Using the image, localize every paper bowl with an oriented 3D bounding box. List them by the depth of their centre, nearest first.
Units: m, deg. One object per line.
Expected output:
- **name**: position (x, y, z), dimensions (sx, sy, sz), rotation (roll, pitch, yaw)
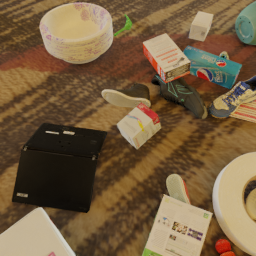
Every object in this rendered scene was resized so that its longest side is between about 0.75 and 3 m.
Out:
- **paper bowl**: position (-2.070, -3.832, 11.705), dimensions (2.897, 1.507, 2.897), rotation (0, 52, 0)

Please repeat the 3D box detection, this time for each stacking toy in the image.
- **stacking toy**: position (2.506, 3.335, 6.718), dimensions (0.573, 0.573, 1.343), rotation (-7, 48, -6)

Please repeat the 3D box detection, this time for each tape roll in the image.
- **tape roll**: position (3.671, 1.987, 7.390), dimensions (2.793, 0.510, 2.793), rotation (1, 64, -2)

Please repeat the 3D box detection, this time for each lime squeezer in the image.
- **lime squeezer**: position (-0.092, -4.954, 13.431), dimensions (0.656, 0.351, 1.859), rotation (-10, 46, 33)

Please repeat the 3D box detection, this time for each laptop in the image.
- **laptop**: position (-1.984, 1.075, 8.633), dimensions (2.267, 1.321, 2.558), rotation (8, 29, 3)

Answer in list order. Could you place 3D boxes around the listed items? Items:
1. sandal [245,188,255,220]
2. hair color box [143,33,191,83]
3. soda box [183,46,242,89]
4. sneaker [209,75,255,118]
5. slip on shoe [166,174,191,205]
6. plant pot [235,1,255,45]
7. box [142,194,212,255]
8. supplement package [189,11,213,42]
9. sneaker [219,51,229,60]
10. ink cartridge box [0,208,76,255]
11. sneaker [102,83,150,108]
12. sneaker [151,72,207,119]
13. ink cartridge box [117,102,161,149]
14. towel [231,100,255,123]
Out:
- **sandal**: position (3.808, 1.965, 7.829), dimensions (0.805, 0.486, 1.977), rotation (42, 49, 19)
- **hair color box**: position (1.339, -2.505, 9.943), dimensions (0.989, 0.570, 1.783), rotation (-23, 54, -6)
- **soda box**: position (3.193, -2.422, 11.094), dimensions (2.282, 0.732, 0.774), rotation (26, 56, 20)
- **sneaker**: position (3.734, -1.162, 9.728), dimensions (2.201, 0.970, 0.828), rotation (-31, 60, -18)
- **slip on shoe**: position (1.472, 2.117, 7.636), dimensions (0.638, 0.527, 1.723), rotation (-26, 57, 29)
- **plant pot**: position (5.670, -4.515, 12.075), dimensions (1.590, 1.981, 1.981), rotation (-25, 55, -7)
- **box**: position (1.185, 2.716, 6.919), dimensions (1.283, 0.323, 1.778), rotation (19, 75, 15)
- **supplement package**: position (3.366, -4.682, 12.875), dimensions (0.730, 0.739, 1.219), rotation (19, 54, 14)
- **sneaker**: position (3.970, -2.874, 11.598), dimensions (0.450, 0.500, 1.159), rotation (18, 54, 14)
- **ink cartridge box**: position (-1.339, 3.338, 5.675), dimensions (1.223, 2.089, 2.890), rotation (-33, 59, -21)
- **sneaker**: position (-0.019, -1.271, 10.296), dimensions (1.804, 0.638, 0.894), rotation (11, 51, 2)
- **sneaker**: position (1.848, -1.213, 10.183), dimensions (1.059, 1.008, 2.673), rotation (-34, 58, 3)
- **ink cartridge box**: position (0.359, -0.058, 9.020), dimensions (1.121, 0.815, 0.811), rotation (-42, 60, -12)
- **towel**: position (4.295, -0.843, 10.207), dimensions (1.090, 0.223, 1.490), rotation (16, 56, 13)
